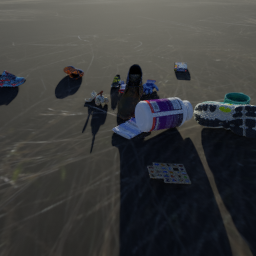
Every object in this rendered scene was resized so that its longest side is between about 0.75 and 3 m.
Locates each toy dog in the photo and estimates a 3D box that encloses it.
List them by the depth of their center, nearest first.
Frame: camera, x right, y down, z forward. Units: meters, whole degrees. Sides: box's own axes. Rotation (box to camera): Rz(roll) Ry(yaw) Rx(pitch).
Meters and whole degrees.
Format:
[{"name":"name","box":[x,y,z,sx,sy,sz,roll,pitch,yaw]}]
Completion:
[{"name":"toy dog","box":[-1.076,-1.147,9.950,0.925,0.445,0.610,22,37,33]}]

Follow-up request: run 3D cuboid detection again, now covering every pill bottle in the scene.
[{"name":"pill bottle","box":[1.066,-0.415,8.214,1.591,0.895,0.895,-8,31,-22]}]

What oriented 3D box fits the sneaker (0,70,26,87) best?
[{"name":"sneaker","box":[-4.784,-1.979,11.178,1.316,0.628,0.522,-5,31,-8]}]

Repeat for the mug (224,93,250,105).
[{"name":"mug","box":[3.588,-0.756,9.153,0.947,0.586,0.778,-12,32,-21]}]

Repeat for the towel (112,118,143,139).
[{"name":"towel","box":[0.106,-0.007,8.347,0.721,0.117,0.981,26,39,35]}]

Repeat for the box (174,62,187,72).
[{"name":"box","box":[2.462,-2.870,13.139,0.587,0.171,0.857,5,31,9]}]

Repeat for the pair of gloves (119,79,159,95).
[{"name":"pair of gloves","box":[0.444,-1.633,11.053,1.619,0.184,1.302,7,33,14]}]

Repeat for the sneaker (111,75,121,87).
[{"name":"sneaker","box":[-0.501,-1.910,11.333,0.314,0.357,0.843,4,31,8]}]

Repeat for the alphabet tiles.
[{"name":"alphabet tiles","box":[0.918,1.024,6.422,0.899,0.034,0.752,4,26,-7]}]

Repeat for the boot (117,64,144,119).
[{"name":"boot","box":[0.069,-1.262,9.427,0.841,1.092,2.252,3,36,9]}]

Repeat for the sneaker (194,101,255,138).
[{"name":"sneaker","box":[3.211,-0.403,8.305,2.427,0.941,0.967,17,26,26]}]

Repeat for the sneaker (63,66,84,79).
[{"name":"sneaker","box":[-2.462,-2.402,12.127,1.034,0.401,0.579,13,32,21]}]
